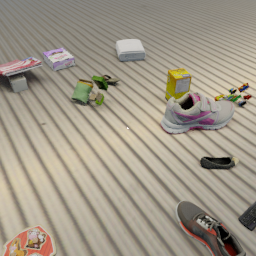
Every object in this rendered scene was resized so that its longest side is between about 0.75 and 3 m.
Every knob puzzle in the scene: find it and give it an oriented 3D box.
[{"bbox_3d":[-2.460,2.986,6.972,1.519,0.211,1.519,0,39,0],"label":"knob puzzle"}]

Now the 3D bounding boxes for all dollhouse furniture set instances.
[{"bbox_3d":[-1.727,-1.625,11.649,1.518,0.762,0.994,14,73,22],"label":"dollhouse furniture set"}]

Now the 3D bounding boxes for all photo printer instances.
[{"bbox_3d":[0.102,-4.410,15.658,1.495,0.624,1.797,-5,40,-6],"label":"photo printer"}]

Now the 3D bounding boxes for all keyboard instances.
[{"bbox_3d":[3.673,2.435,7.722,1.191,0.123,0.757,-29,47,-29],"label":"keyboard"}]

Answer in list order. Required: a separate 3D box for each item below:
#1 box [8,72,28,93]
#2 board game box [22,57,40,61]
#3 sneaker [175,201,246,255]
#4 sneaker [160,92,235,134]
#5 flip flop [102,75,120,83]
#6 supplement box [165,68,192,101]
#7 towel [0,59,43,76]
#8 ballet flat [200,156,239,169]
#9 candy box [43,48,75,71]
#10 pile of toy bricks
[{"bbox_3d":[-5.117,-2.176,12.982,0.664,0.566,1.039,-19,43,-21],"label":"box"},{"bbox_3d":[-5.229,-3.513,14.939,0.760,0.157,0.761,27,47,29],"label":"board game box"},{"bbox_3d":[2.100,2.502,7.007,0.852,0.906,2.212,-24,45,-26],"label":"sneaker"},{"bbox_3d":[2.729,-0.693,10.575,2.988,1.318,1.215,-11,41,-13],"label":"sneaker"},{"bbox_3d":[-0.993,-2.339,13.258,1.235,0.356,0.501,4,32,21],"label":"flip flop"},{"bbox_3d":[2.094,-1.707,11.774,0.749,1.377,0.754,-12,41,-16],"label":"supplement box"},{"bbox_3d":[-5.548,-2.903,13.385,2.676,0.304,1.928,14,34,42],"label":"towel"},{"bbox_3d":[3.006,1.097,9.151,1.285,0.365,0.427,-3,39,-4],"label":"ballet flat"},{"bbox_3d":[-3.653,-3.648,14.817,1.205,0.514,1.437,-23,45,-25],"label":"candy box"},{"bbox_3d":[4.407,-1.297,11.913,1.556,0.863,0.768,-30,17,-10],"label":"pile of toy bricks"}]
